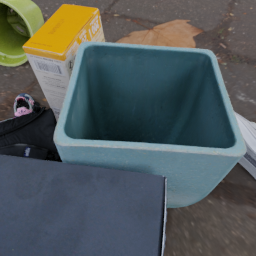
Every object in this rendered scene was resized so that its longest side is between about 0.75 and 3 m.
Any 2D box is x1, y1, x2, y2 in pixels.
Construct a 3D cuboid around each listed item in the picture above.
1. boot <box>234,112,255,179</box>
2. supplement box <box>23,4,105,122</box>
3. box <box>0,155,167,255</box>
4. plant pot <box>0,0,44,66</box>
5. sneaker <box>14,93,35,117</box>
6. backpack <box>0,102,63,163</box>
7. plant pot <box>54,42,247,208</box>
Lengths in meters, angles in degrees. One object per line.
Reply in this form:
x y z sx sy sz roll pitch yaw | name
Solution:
3.184 0.272 7.000 1.282 0.987 2.683 -31 74 -29 | boot
-1.291 -1.363 7.218 1.045 2.842 1.791 15 56 17 | supplement box
-0.896 1.974 4.418 2.730 2.683 1.692 7 49 5 | box
-4.113 -3.694 10.117 2.272 2.272 2.089 5 36 5 | plant pot
-2.933 -0.686 7.940 0.614 0.718 1.751 -18 40 -16 | sneaker
-2.550 0.480 6.594 1.964 1.243 1.639 -17 59 -10 | backpack
0.290 0.238 5.838 2.777 2.836 2.784 3 47 -1 | plant pot
